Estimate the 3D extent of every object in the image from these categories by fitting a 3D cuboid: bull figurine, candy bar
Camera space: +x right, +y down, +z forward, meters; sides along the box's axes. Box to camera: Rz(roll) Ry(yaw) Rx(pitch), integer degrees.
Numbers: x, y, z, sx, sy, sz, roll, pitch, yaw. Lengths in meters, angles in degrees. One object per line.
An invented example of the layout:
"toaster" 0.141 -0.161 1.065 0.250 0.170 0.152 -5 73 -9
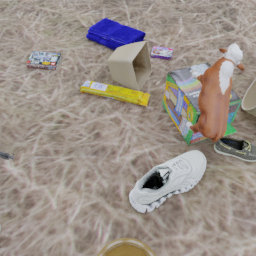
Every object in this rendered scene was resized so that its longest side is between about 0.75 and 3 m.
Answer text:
"bull figurine" 2.340 -0.974 7.716 0.864 1.610 2.652 9 93 -13
"candy bar" -0.577 -1.458 11.507 2.970 0.329 0.741 13 52 10

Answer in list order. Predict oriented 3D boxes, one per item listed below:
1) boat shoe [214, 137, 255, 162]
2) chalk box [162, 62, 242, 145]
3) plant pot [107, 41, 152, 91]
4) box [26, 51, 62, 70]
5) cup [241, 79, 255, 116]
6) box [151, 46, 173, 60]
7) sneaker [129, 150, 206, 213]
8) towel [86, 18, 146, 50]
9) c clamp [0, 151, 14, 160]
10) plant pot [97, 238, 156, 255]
"boat shoe" 3.910 0.703 9.670 1.749 0.523 0.625 11 52 9
"chalk box" 2.669 -0.674 10.004 1.760 1.752 2.829 -15 54 -14
"plant pot" 0.025 -2.640 11.818 1.352 1.527 1.525 12 51 26
"box" -3.842 -3.100 12.845 1.356 0.270 0.929 5 52 4
"cup" 5.862 -1.190 10.073 1.987 2.778 2.778 36 57 -2
"box" 1.607 -3.549 13.253 0.963 0.188 0.659 11 52 8
"sneaker" 1.361 1.476 8.666 2.915 1.181 1.095 -29 56 -23
"towel" -0.599 -4.661 13.856 2.502 0.620 1.848 28 57 20
"c clamp" -3.628 0.623 7.586 0.154 1.137 0.972 -60 25 -4
"plant pot" -0.041 3.826 7.374 1.896 0.261 1.896 0 51 0
